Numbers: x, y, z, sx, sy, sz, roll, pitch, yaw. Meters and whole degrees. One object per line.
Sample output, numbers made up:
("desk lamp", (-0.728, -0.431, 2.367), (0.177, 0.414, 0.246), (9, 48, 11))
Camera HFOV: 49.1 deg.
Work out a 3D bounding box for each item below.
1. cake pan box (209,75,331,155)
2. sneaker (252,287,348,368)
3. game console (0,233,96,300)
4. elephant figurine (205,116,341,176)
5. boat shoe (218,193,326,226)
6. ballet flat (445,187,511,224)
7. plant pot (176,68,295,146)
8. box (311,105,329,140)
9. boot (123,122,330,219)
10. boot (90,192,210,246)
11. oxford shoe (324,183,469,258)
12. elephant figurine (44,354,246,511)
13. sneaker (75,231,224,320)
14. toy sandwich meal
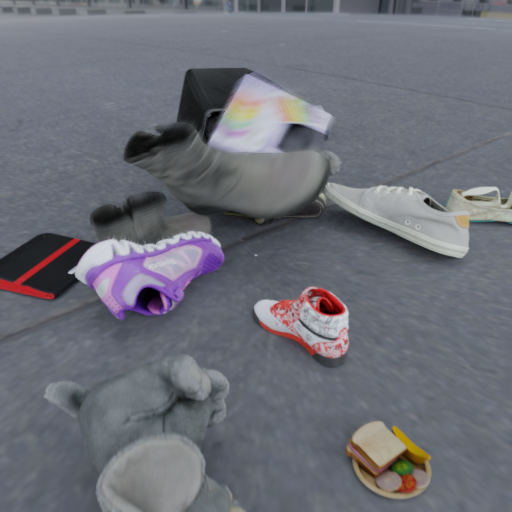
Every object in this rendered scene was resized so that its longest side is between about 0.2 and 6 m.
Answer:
("cake pan box", (0.273, -2.120, 9.845), (1.809, 0.473, 1.666), (27, 67, -2))
("sneaker", (0.613, 0.759, 7.848), (0.573, 0.919, 1.715), (-22, 36, -34))
("game console", (-3.590, 0.151, 9.676), (1.515, 0.266, 1.714), (14, 32, 15))
("elephant figurine", (0.455, -2.128, 11.610), (2.801, 1.982, 2.173), (-6, 70, 16))
("boat shoe", (0.134, -0.991, 11.147), (2.545, 0.931, 0.825), (6, 54, -2))
("ballet flat", (4.967, -1.015, 11.236), (2.232, 0.696, 0.753), (1, 29, 1))
("plant pot", (-0.611, -2.874, 12.242), (2.255, 2.260, 2.005), (-11, 53, -27))
("box", (1.418, -3.850, 16.216), (1.205, 0.743, 1.195), (-2, 29, -3))
("boot", (-0.519, -1.354, 8.557), (2.908, 1.899, 0.985), (-4, 67, 31))
("boot", (-1.624, -0.493, 9.331), (2.330, 1.522, 0.789), (-24, 66, -31))
("oxford shoe", (2.658, -0.917, 10.599), (3.111, 0.898, 1.170), (29, 19, 38))
("elephant figurine", (-0.809, 2.134, 5.057), (1.746, 1.593, 2.251), (-25, 44, 13))
("sneaker", (-1.423, 0.358, 8.606), (2.568, 1.033, 1.135), (-10, 58, -48))
("toy sandwich meal", (1.431, 2.158, 5.987), (0.908, 0.311, 0.908), (0, 29, 0))
